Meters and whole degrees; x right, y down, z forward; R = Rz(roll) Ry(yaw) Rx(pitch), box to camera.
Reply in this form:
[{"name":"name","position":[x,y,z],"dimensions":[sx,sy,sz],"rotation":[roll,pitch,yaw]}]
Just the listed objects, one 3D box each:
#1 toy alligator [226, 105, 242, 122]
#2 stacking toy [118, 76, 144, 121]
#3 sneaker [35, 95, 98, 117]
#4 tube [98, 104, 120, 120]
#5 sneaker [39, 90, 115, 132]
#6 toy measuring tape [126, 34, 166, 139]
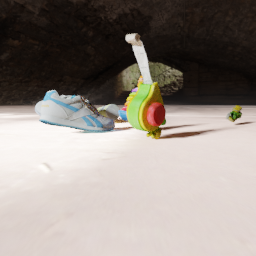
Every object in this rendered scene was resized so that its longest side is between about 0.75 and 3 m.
[{"name":"toy alligator","position":[3.593,-0.417,9.381],"dimensions":[0.346,0.477,1.440],"rotation":[27,26,24]},{"name":"stacking toy","position":[0.276,-0.794,7.449],"dimensions":[0.708,1.289,0.748],"rotation":[14,-11,12]},{"name":"sneaker","position":[-2.224,-0.781,9.739],"dimensions":[2.470,0.902,0.875],"rotation":[4,-33,18]},{"name":"tube","position":[-1.096,-0.540,11.206],"dimensions":[0.695,0.622,2.396],"rotation":[31,-16,-25]},{"name":"sneaker","position":[-1.164,-0.361,7.145],"dimensions":[2.083,0.841,0.797],"rotation":[12,-7,-40]},{"name":"toy measuring tape","position":[0.229,-0.654,5.516],"dimensions":[0.819,2.225,0.819],"rotation":[-15,30,9]}]
